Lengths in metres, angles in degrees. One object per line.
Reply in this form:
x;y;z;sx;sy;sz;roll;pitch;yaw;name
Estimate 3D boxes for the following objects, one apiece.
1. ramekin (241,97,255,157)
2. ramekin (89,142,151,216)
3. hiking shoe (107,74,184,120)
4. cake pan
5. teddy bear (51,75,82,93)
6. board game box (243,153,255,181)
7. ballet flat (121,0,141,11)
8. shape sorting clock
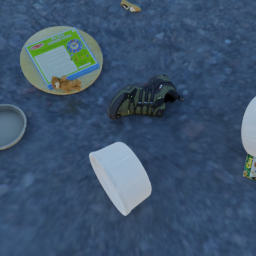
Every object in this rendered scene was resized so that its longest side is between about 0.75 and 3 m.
3.541;-0.017;6.817;1.775;1.775;0.865;-46;35;-23;ramekin
-0.164;1.095;6.400;0.778;1.596;1.596;-29;64;-18;ramekin
0.505;-0.727;7.954;2.249;0.852;1.132;-29;60;-17;hiking shoe
-3.565;-0.002;7.871;1.464;0.269;1.464;0;59;0;cake pan
-1.787;-1.260;8.161;0.903;0.654;0.301;13;61;-24;teddy bear
3.338;0.971;7.413;0.439;0.098;0.837;18;61;12;board game box
0.094;-4.565;10.580;0.890;0.306;0.281;37;94;22;ballet flat
-2.093;-2.192;8.941;2.557;0.502;2.557;3;71;-9;shape sorting clock
